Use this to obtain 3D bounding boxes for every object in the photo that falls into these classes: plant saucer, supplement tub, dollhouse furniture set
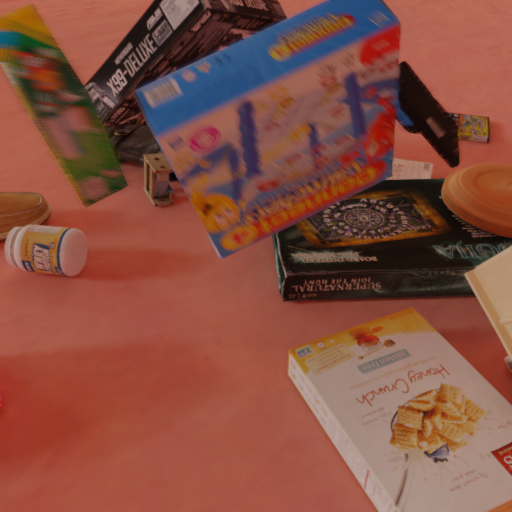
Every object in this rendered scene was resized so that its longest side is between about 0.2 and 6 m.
[{"bbox_3d":[4.958,-1.156,10.852,2.593,0.419,2.593,2,36,-1],"label":"plant saucer"},{"bbox_3d":[-3.779,-0.109,10.121,1.205,0.872,0.872,5,36,7],"label":"supplement tub"},{"bbox_3d":[-1.761,-1.721,12.390,1.247,0.879,0.874,-9,37,-24],"label":"dollhouse furniture set"}]

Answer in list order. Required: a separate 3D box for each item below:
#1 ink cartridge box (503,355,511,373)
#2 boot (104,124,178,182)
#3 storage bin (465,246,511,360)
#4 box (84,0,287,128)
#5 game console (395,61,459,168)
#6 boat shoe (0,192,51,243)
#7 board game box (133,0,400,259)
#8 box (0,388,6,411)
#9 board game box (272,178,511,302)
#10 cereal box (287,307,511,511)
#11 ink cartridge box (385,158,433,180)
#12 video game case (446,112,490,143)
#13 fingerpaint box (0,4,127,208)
[{"bbox_3d":[4.327,1.274,8.064,1.015,1.152,0.257,-24,81,-28],"label":"ink cartridge box"},{"bbox_3d":[-2.455,-3.073,14.023,2.852,1.134,3.276,21,41,28],"label":"boot"},{"bbox_3d":[4.835,0.871,6.929,3.222,1.510,3.199,-17,74,-29],"label":"storage bin"},{"bbox_3d":[-1.436,-3.982,11.233,2.799,3.549,0.883,-26,84,-53],"label":"box"},{"bbox_3d":[2.304,-2.091,8.545,0.911,1.565,1.376,-24,43,40],"label":"game console"},{"bbox_3d":[-5.690,-0.864,10.878,3.150,1.199,1.129,-16,39,-21],"label":"boat shoe"},{"bbox_3d":[0.379,-1.652,7.961,3.210,3.143,0.897,-26,61,-2],"label":"board game box"},{"bbox_3d":[-4.772,1.755,7.300,2.430,1.151,1.247,-22,41,-27],"label":"box"},{"bbox_3d":[2.744,-0.439,10.741,4.860,0.684,3.287,-1,36,-2],"label":"board game box"},{"bbox_3d":[2.063,2.072,7.318,2.206,0.606,3.066,-16,39,-20],"label":"cereal box"},{"bbox_3d":[3.451,-1.836,12.995,1.168,0.296,1.325,12,37,15],"label":"ink cartridge box"},{"bbox_3d":[5.710,-3.574,15.492,1.389,0.196,1.537,11,36,15],"label":"video game case"},{"bbox_3d":[-2.600,-1.918,7.482,0.749,2.043,1.704,-30,67,-12],"label":"fingerpaint box"}]
